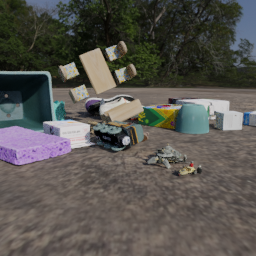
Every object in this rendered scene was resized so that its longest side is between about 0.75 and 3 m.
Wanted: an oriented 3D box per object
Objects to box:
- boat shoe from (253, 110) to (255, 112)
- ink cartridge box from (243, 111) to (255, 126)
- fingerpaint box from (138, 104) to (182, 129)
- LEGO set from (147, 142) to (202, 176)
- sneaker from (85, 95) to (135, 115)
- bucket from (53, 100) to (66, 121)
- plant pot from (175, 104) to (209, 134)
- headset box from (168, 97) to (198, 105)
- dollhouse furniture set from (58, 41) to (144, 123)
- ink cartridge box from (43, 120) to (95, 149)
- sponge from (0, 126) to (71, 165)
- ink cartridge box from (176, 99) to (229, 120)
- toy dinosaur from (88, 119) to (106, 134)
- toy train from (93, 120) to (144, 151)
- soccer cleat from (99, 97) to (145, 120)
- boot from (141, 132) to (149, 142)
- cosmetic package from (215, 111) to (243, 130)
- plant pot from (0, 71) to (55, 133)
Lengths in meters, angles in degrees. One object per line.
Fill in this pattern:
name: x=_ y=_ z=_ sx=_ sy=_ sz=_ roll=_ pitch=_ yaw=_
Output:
boat shoe: x=6.810 y=-0.673 z=13.551 sx=0.539 sy=0.608 sz=1.627 roll=-15 pitch=5 yaw=-14
ink cartridge box: x=5.807 y=-0.365 z=11.982 sx=0.964 sy=0.557 sz=1.321 roll=-6 pitch=12 yaw=-30
fingerpaint box: x=1.840 y=-0.593 z=12.528 sx=1.847 sy=0.812 sz=2.213 roll=9 pitch=14 yaw=40
LEGO set: x=1.095 y=0.676 z=6.703 sx=1.041 sy=0.454 sz=1.603 roll=-9 pitch=13 yaw=-40
sneaker: x=-0.868 y=-1.094 z=15.361 sx=2.833 sy=1.073 sz=1.240 roll=-8 pitch=25 yaw=-14
bucket: x=-3.529 y=-0.676 z=12.451 sx=1.550 sy=1.008 sz=1.550 roll=1 pitch=11 yaw=0
plant pot: x=2.503 y=-0.395 z=10.869 sx=1.292 sy=1.037 sz=1.292 roll=0 pitch=11 yaw=0
headset box: x=3.494 y=-1.428 z=17.062 sx=1.540 sy=0.777 sz=2.072 roll=-4 pitch=11 yaw=-19
dollhouse furniture set: x=-0.843 y=-1.664 z=10.966 sx=2.731 sy=2.973 sz=1.935 roll=-26 pitch=6 yaw=-16
ink cartridge box: x=-1.918 y=0.159 z=9.053 sx=1.034 sy=0.609 sz=1.796 roll=-8 pitch=13 yaw=-36
sponge: x=-3.200 y=0.425 z=8.069 sx=2.963 sy=0.442 sz=1.653 roll=8 pitch=13 yaw=39
ink cartridge box: x=3.707 y=-0.947 z=14.098 sx=2.175 sy=0.917 sz=1.588 roll=-6 pitch=12 yaw=-28
toy dinosaur: x=-1.176 y=0.000 z=10.672 sx=1.905 sy=0.555 sz=0.963 roll=-1 pitch=-7 yaw=14
toy train: x=-0.325 y=0.167 z=8.271 sx=0.984 sy=0.735 sz=1.726 roll=-22 pitch=18 yaw=-30
soccer cleat: x=0.001 y=-0.953 z=13.702 sx=2.808 sy=1.089 sz=0.973 roll=-2 pitch=11 yaw=-11
boot: x=0.499 y=0.251 z=9.456 sx=0.837 sy=0.294 sz=0.612 roll=9 pitch=13 yaw=41
cosmetic package: x=4.061 y=-0.309 z=11.326 sx=0.830 sy=0.694 sz=0.690 roll=-2 pitch=11 yaw=-11
plant pot: x=-4.382 y=-0.910 z=10.788 sx=2.255 sy=2.248 sz=2.297 roll=-8 pitch=7 yaw=-37
